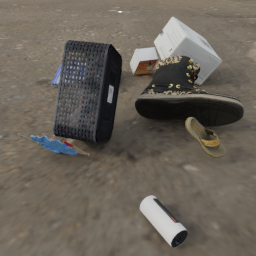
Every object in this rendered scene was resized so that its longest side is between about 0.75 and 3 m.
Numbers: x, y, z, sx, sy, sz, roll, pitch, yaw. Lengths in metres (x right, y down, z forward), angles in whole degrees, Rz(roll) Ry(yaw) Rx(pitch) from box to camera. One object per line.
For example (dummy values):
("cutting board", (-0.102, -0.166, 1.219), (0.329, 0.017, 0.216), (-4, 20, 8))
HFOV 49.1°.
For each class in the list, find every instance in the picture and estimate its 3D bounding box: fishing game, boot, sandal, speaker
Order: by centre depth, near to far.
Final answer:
("speaker", (0.539, 1.430, 4.336), (0.338, 0.338, 0.833), (-17, 34, -26))
("sandal", (1.609, 0.188, 5.618), (0.302, 1.119, 0.449), (-31, 19, 48))
("fishing game", (-1.474, 0.317, 5.713), (1.423, 1.019, 0.221), (4, 67, 37))
("boot", (1.662, -1.046, 7.393), (2.622, 0.959, 1.974), (3, 46, 21))

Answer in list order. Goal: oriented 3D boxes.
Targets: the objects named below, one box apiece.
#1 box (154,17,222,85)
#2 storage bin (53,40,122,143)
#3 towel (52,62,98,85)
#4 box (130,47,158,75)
("box", (1.990, -2.625, 9.572), (1.704, 1.114, 1.695), (23, 34, -26))
("storage bin", (-0.811, -0.745, 6.123), (0.944, 2.015, 1.362), (10, 2, 11))
("towel", (-1.405, -1.963, 9.900), (2.256, 0.269, 1.634), (-4, 36, 4))
("box", (0.568, -2.430, 10.222), (0.736, 0.967, 0.514), (-10, 74, -16))
